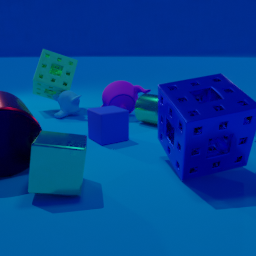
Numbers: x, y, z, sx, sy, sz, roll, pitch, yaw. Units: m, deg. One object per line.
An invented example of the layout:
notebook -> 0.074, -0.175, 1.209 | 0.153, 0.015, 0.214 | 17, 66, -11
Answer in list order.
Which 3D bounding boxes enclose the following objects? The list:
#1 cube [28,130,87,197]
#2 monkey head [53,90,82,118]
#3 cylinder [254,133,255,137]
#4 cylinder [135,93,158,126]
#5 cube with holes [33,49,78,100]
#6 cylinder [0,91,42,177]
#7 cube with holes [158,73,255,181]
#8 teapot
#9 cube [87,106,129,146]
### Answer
cube -> -1.158, 0.575, 4.732 | 0.828, 0.828, 0.828 | 7, 13, -9
monkey head -> -2.210, -0.852, 9.911 | 1.412, 0.851, 1.016 | 7, 28, 37
cylinder -> 3.663, -0.019, 6.974 | 0.864, 0.864, 0.864 | -3, 14, -9
cylinder -> 0.857, -0.577, 8.858 | 0.944, 0.944, 0.944 | 14, 21, 40
cube with holes -> -2.814, -1.945, 10.771 | 1.311, 1.311, 1.311 | 16, -20, -14
cylinder -> -2.512, 0.067, 5.540 | 1.360, 1.360, 1.360 | -9, 24, -29
cube with holes -> 1.411, -0.057, 5.325 | 1.327, 1.327, 1.327 | -11, 37, -10
teapot -> -0.183, -0.982, 9.780 | 2.087, 1.297, 1.022 | -28, 39, 11
cube -> -0.527, -0.092, 7.389 | 0.817, 0.817, 0.817 | -10, 18, -31
